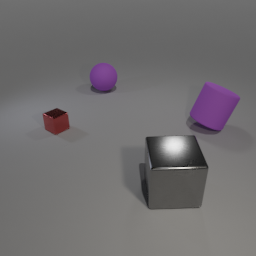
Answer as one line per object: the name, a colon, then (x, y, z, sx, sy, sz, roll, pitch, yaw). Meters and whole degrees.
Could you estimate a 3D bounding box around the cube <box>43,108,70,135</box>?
cube: (-2.776, -0.268, 10.852, 0.700, 0.700, 0.700, 22, 36, 35)

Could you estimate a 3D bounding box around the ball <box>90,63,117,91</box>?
ball: (-1.238, -2.588, 14.189, 1.400, 1.400, 1.400, 0, 29, 0)

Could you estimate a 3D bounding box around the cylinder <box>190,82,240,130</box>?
cylinder: (3.286, -0.842, 10.680, 1.400, 1.400, 1.400, 20, 22, -8)

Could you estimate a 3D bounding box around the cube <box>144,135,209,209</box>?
cube: (1.200, 1.156, 7.512, 1.400, 1.400, 1.400, -2, 32, -2)
